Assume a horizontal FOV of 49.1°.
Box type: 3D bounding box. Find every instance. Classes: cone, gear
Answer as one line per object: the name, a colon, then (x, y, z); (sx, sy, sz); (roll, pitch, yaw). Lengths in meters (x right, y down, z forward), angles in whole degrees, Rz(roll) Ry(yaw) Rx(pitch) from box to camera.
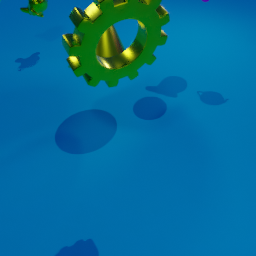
cone: (-0.653, -2.280, 6.815); (1.625, 1.631, 1.625); (1, 9, 0)
gear: (-0.124, -1.102, 3.510); (1.353, 1.353, 0.250); (-21, 58, -19)

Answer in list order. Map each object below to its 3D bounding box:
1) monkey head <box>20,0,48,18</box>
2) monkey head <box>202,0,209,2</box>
monkey head: (-3.125, -4.101, 9.284); (0.857, 0.718, 1.191); (14, 19, 8)
monkey head: (2.184, -4.437, 7.723); (1.229, 1.709, 1.030); (19, 27, 11)
